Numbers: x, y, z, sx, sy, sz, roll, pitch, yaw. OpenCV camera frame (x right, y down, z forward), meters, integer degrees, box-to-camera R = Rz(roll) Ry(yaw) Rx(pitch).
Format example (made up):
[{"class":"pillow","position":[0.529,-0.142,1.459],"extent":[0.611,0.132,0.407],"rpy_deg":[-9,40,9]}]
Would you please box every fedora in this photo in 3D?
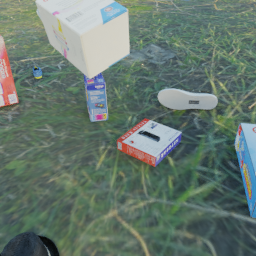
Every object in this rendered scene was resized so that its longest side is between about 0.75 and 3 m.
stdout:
[{"class":"fedora","position":[-1.874,2.374,4.959],"extent":[1.389,0.634,1.389],"rpy_deg":[0,33,0]}]

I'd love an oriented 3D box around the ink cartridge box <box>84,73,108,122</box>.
[{"class":"ink cartridge box","position":[-1.102,-1.219,9.466],"extent":[0.637,1.668,1.138],"rpy_deg":[-8,34,-11]}]

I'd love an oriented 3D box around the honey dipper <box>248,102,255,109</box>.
[{"class":"honey dipper","position":[4.704,-0.899,10.387],"extent":[0.829,0.157,0.157],"rpy_deg":[-31,44,-34]}]

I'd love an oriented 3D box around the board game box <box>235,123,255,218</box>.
[{"class":"board game box","position":[4.289,1.043,6.837],"extent":[2.823,0.789,2.764],"rpy_deg":[6,33,9]}]

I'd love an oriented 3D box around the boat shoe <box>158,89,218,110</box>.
[{"class":"boat shoe","position":[2.140,-1.068,10.201],"extent":[2.143,0.735,0.607],"rpy_deg":[7,26,0]}]

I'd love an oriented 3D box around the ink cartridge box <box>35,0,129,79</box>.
[{"class":"ink cartridge box","position":[-1.346,-2.971,8.161],"extent":[1.584,1.544,2.465],"rpy_deg":[-36,61,-20]}]

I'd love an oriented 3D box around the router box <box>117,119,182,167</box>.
[{"class":"router box","position":[0.644,0.369,8.245],"extent":[1.325,0.361,1.477],"rpy_deg":[22,39,30]}]

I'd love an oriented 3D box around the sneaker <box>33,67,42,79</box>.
[{"class":"sneaker","position":[-4.149,-2.660,12.778],"extent":[0.385,0.458,1.168],"rpy_deg":[-13,34,-15]}]

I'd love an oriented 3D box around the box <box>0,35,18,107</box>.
[{"class":"box","position":[-4.890,-2.032,9.970],"extent":[1.249,2.434,1.152],"rpy_deg":[-19,35,-26]}]
